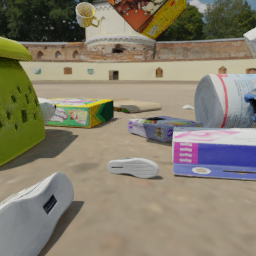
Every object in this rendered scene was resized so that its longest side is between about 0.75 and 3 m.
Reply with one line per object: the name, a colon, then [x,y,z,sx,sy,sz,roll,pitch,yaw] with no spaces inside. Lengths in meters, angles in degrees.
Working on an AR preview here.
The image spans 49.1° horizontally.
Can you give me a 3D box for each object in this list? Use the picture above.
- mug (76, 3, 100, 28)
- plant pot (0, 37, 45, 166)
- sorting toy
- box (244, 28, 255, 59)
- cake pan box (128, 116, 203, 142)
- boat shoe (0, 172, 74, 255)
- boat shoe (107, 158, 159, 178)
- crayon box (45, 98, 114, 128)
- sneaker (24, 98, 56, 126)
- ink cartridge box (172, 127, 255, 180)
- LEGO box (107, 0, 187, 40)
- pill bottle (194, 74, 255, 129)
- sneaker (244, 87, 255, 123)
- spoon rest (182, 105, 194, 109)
mug: [-1.392,-3.645,9.341,0.623,0.778,0.639,-27,-13,-20]
plant pot: [-3.054,-0.599,5.150,2.367,2.148,2.355,2,10,3]
sorting toy: [0.058,-0.940,11.939,1.948,0.384,2.104,-10,19,-42]
box: [4.187,-2.622,8.410,0.983,0.847,0.988,-26,20,22]
cake pan box: [0.878,-0.017,6.875,1.306,0.371,1.418,-5,12,-36]
boat shoe: [-0.952,0.801,2.493,0.474,0.481,1.357,-25,8,15]
boat shoe: [0.093,0.536,4.088,0.799,0.288,0.283,3,15,26]
crayon box: [-1.800,-0.519,8.736,2.231,0.650,1.925,3,12,17]
sneaker: [-3.001,-0.686,6.682,2.402,0.959,1.563,6,-31,32]
ink cartridge box: [1.770,0.342,4.795,1.997,0.441,2.034,2,9,8]
LEGO box: [0.057,-2.980,5.549,1.124,2.170,2.914,-42,4,18]
pill bottle: [3.126,-0.581,6.854,2.696,1.466,1.466,-2,11,-8]
sneaker: [2.890,-0.182,5.734,0.633,1.486,0.572,-24,-20,-7]
spoon rest: [2.746,-0.908,12.158,0.766,0.232,0.380,-11,6,16]
